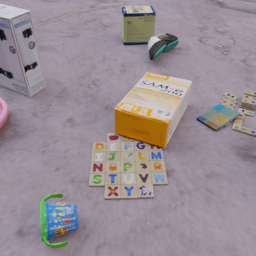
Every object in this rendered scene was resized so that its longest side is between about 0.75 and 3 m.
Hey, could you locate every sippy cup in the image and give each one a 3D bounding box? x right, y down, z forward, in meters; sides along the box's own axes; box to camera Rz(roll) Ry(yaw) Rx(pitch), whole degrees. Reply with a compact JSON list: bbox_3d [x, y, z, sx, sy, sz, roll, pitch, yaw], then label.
[{"bbox_3d":[-1.415,1.869,5.775,0.741,0.794,1.011,-3,83,-18],"label":"sippy cup"}]

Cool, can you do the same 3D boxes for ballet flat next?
[{"bbox_3d":[1.375,-3.609,12.250,0.834,0.829,2.440,42,42,7],"label":"ballet flat"}]

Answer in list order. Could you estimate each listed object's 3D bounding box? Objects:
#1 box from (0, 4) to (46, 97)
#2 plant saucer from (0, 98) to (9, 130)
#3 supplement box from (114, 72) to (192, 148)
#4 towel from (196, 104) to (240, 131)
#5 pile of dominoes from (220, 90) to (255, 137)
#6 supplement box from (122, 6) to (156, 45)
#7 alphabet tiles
[{"bbox_3d":[-3.891,-2.585,9.538,1.634,2.801,0.842,21,45,21],"label":"box"},{"bbox_3d":[-4.746,-0.180,8.347,2.335,0.592,2.335,1,39,0],"label":"plant saucer"},{"bbox_3d":[0.841,-0.686,8.607,1.614,0.942,2.562,16,39,18],"label":"supplement box"},{"bbox_3d":[2.849,-0.360,8.861,1.133,0.123,0.831,-30,44,-23],"label":"towel"},{"bbox_3d":[3.753,-0.592,9.054,1.616,0.330,2.073,18,42,20],"label":"pile of dominoes"},{"bbox_3d":[0.472,-4.880,13.344,1.498,1.496,1.005,-4,40,-5],"label":"supplement box"},{"bbox_3d":[-0.004,0.898,7.436,1.952,0.074,2.346,-1,39,-1],"label":"alphabet tiles"}]
